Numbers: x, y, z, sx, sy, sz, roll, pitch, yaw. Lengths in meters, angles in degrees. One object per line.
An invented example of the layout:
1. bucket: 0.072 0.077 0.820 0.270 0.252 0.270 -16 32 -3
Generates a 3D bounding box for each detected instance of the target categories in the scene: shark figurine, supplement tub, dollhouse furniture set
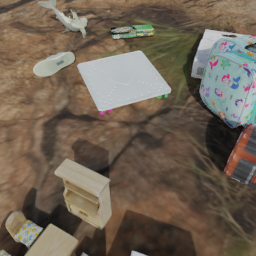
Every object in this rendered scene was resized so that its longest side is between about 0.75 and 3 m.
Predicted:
1. shark figurine: -2.737 -4.610 12.268 0.994 2.381 1.423 -21 71 32
2. supplement tub: 3.755 1.046 6.556 2.668 1.427 1.427 27 52 23
3. dollhouse furniture set: -1.375 2.071 5.421 2.089 1.584 2.384 22 50 20

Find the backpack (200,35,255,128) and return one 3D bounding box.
1. backpack: 3.351 -1.413 8.288 2.028 2.391 2.693 -11 42 -17

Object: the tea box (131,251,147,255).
1. tea box: 0.530 3.257 4.599 1.628 1.106 1.655 15 48 13

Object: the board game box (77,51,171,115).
1. board game box: -0.198 -1.673 9.832 2.565 0.332 2.565 -16 51 -16

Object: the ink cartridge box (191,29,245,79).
1. ink cartridge box: 3.891 -2.759 10.807 2.402 0.747 2.984 14 43 13

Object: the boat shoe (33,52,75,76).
1. boat shoe: -2.823 -2.421 10.591 1.659 0.579 0.591 -31 30 -23

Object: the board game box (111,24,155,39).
1. board game box: 0.193 -4.303 12.464 1.876 0.220 0.983 -6 36 -4
